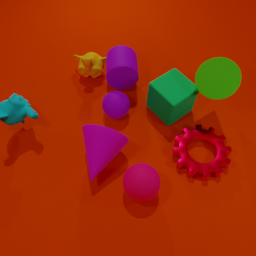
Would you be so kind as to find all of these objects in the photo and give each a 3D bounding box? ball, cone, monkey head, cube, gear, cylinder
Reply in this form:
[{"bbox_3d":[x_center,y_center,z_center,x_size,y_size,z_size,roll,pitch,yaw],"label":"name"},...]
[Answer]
[{"bbox_3d":[-0.373,-0.720,8.736,0.864,0.864,0.864,0,58,0],"label":"ball"},{"bbox_3d":[-0.798,0.788,7.576,1.342,1.342,1.347,14,71,8],"label":"cone"},{"bbox_3d":[-3.125,-0.392,7.920,1.044,1.452,0.875,40,93,12],"label":"monkey head"},{"bbox_3d":[1.355,-0.959,8.723,1.095,1.095,1.095,-33,64,-21],"label":"cube"},{"bbox_3d":[0.355,1.424,7.348,0.993,0.993,0.993,0,58,0],"label":"ball"},{"bbox_3d":[2.143,0.685,8.169,1.640,0.303,1.640,0,61,0],"label":"gear"},{"bbox_3d":[-0.198,-1.959,9.112,1.024,1.024,1.024,-2,54,-1],"label":"cylinder"},{"bbox_3d":[2.650,-1.271,8.242,1.215,1.220,1.215,-3,80,18],"label":"cone"},{"bbox_3d":[-1.273,-2.260,9.517,1.413,1.016,0.851,5,66,7],"label":"monkey head"}]
